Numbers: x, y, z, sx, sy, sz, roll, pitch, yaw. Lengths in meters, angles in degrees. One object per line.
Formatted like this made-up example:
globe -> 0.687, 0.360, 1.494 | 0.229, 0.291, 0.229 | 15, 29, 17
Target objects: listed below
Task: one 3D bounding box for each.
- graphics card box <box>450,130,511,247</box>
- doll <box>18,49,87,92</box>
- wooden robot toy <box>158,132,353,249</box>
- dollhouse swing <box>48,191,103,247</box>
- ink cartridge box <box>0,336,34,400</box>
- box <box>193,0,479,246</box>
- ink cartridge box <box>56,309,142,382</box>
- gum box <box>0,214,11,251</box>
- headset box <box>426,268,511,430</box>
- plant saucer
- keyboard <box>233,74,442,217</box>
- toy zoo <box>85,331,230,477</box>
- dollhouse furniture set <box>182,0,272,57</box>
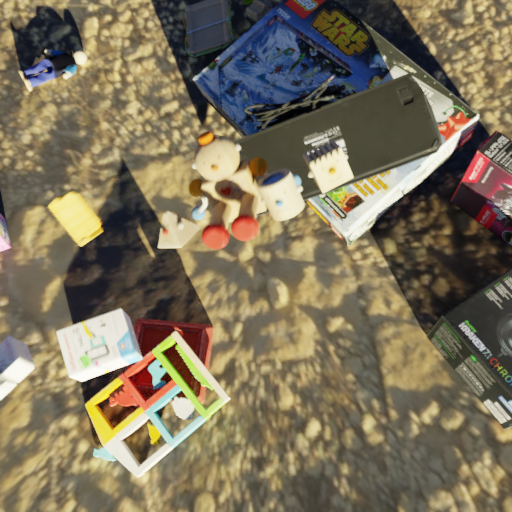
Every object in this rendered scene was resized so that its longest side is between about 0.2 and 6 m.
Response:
graphics card box -> 4.818, -0.770, 9.729 | 2.671, 1.676, 0.679 | 42, 72, 19
doll -> -4.405, -4.142, 12.224 | 1.455, 0.352, 0.992 | -28, 67, -13
wooden robot toy -> -0.319, -1.095, 7.920 | 3.114, 1.413, 1.372 | -17, 30, 18
dollhouse swing -> -2.141, -0.551, 6.994 | 0.635, 0.558, 0.577 | 53, 26, -10
ink cartridge box -> -3.597, 1.615, 7.919 | 0.791, 0.333, 0.572 | -44, 47, -4
box -> 1.374, -2.880, 10.798 | 3.145, 0.916, 4.593 | -41, 69, 1
ink cartridge box -> -1.968, 1.138, 7.087 | 0.836, 0.610, 0.613 | -20, 75, -8
gum box -> -5.597, -0.371, 9.806 | 2.054, 1.166, 0.679 | -17, 64, -9
headset box -> 4.293, 1.317, 9.023 | 2.190, 1.016, 1.907 | -29, 66, -14
plant saucer -> -1.465, 1.693, 9.265 | 1.365, 0.251, 1.367 | 5, 63, 3
keyboard -> 1.213, -2.086, 9.927 | 3.687, 0.731, 1.919 | -17, 90, 15
toy zoo -> -1.656, 2.380, 8.723 | 2.129, 0.218, 1.397 | -38, 76, -9
dollhouse furniture set -> -0.215, -5.251, 12.767 | 2.815, 1.087, 1.407 | -12, 69, 15
